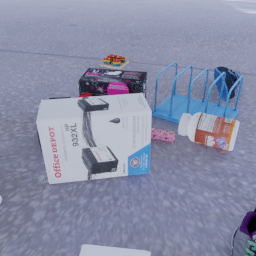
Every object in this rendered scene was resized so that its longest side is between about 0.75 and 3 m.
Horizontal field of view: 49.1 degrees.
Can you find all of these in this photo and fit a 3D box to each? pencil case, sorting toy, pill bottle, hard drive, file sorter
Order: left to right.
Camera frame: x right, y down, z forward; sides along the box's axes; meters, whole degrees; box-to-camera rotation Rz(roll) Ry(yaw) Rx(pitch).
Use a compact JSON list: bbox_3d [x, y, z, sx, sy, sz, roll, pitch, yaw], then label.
[{"bbox_3d":[-0.366,3.094,4.842,1.407,0.270,2.132,4,33,6],"label":"hard drive"},{"bbox_3d":[-0.714,-3.668,15.301,1.183,0.414,1.190,14,35,21],"label":"sorting toy"},{"bbox_3d":[1.076,0.226,9.227,0.967,0.400,0.418,11,46,15],"label":"pencil case"},{"bbox_3d":[2.545,-1.194,10.257,2.758,1.692,1.914,20,38,27],"label":"file sorter"},{"bbox_3d":[2.551,0.060,8.952,1.747,0.980,0.980,14,35,22],"label":"pill bottle"}]

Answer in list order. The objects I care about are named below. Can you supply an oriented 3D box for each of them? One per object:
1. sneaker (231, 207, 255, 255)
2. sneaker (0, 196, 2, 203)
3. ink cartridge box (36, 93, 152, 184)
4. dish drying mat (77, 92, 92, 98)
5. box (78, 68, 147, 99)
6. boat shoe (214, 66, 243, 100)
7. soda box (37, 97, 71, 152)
[{"bbox_3d":[2.239,2.478,5.157,0.830,0.976,2.230,9,33,14],"label":"sneaker"},{"bbox_3d":[-3.591,1.888,6.695,0.705,0.388,0.963,8,36,28],"label":"sneaker"},{"bbox_3d":[-0.856,0.273,7.590,2.793,2.026,1.169,-5,31,-8],"label":"ink cartridge box"},{"bbox_3d":[-1.073,-0.243,9.200,0.890,0.211,2.318,-36,64,-10],"label":"dish drying mat"},{"bbox_3d":[-0.498,-1.267,10.488,2.315,1.529,1.328,6,33,10],"label":"box"},{"bbox_3d":[4.412,-2.158,12.203,0.985,1.208,2.871,-2,34,10],"label":"boat shoe"},{"bbox_3d":[-2.421,-0.197,9.547,0.852,0.762,2.407,-3,32,-4],"label":"soda box"}]
